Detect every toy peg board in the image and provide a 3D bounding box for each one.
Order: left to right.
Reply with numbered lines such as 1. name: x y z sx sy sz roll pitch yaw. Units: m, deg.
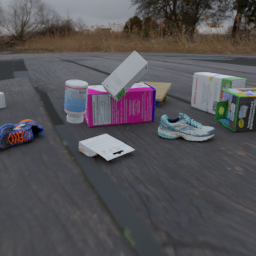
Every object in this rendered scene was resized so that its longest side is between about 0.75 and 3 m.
1. toy peg board: 1.244 -1.708 15.294 1.862 0.911 1.854 7 36 23

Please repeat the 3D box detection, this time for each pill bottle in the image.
1. pill bottle: -1.559 -0.784 8.380 0.658 1.210 0.658 7 22 -3

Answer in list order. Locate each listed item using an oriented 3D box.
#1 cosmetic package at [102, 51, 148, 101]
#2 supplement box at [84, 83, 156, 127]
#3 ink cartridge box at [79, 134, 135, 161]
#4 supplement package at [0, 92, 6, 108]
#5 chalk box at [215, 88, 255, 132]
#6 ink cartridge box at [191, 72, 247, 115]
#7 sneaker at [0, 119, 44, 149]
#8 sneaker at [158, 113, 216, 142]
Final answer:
1. cosmetic package: -0.099 -1.940 10.599 0.745 1.757 0.946 45 -1 8
2. supplement box: -0.419 -1.065 12.168 2.921 1.510 1.478 -4 21 -15
3. ink cartridge box: -0.694 0.699 9.060 1.188 0.367 1.465 -17 34 -41
4. supplement package: -6.967 -1.318 13.968 0.742 0.771 1.355 15 24 33
5. chalk box: 4.599 -0.769 11.360 2.372 1.481 1.470 -2 20 -8
6. ink cartridge box: 4.234 -1.632 13.352 1.020 1.758 2.428 -9 21 -27
7. sneaker: -3.753 0.193 9.768 0.814 0.781 2.074 12 24 21
8. sneaker: 2.140 -0.055 10.196 2.082 0.899 0.808 3 20 7
